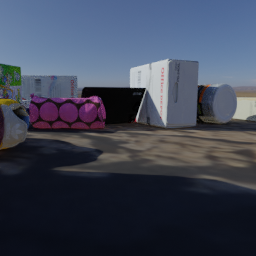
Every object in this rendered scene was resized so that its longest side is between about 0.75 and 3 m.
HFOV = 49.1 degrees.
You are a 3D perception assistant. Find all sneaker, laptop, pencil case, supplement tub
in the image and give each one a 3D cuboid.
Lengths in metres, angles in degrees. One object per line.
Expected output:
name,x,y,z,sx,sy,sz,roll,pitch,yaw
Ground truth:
sneaker,-2.398,-0.099,4.864,1.234,1.026,2.738,7,9,-24
laptop,-0.775,-0.700,8.895,1.940,1.130,2.188,-2,7,-23
pencil case,-1.605,-0.450,7.480,2.008,0.941,0.911,0,12,-2
supplement tub,2.450,-0.827,9.408,1.258,1.258,2.053,-4,7,-33

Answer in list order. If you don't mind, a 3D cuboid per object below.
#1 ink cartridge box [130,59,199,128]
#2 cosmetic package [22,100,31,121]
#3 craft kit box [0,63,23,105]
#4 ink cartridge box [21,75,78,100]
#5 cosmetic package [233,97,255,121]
ink cartridge box,0.999,-1.021,8.549,1.045,1.820,2.506,-2,6,-23
cosmetic package,-3.779,-0.573,9.485,0.732,0.732,0.888,3,8,24
craft kit box,-3.595,-0.912,7.900,0.433,1.786,1.763,0,7,6
ink cartridge box,-3.434,-1.380,12.144,2.384,1.732,1.724,-2,7,-18
cosmetic package,4.616,-0.738,10.554,1.190,0.840,2.299,-2,8,-15
